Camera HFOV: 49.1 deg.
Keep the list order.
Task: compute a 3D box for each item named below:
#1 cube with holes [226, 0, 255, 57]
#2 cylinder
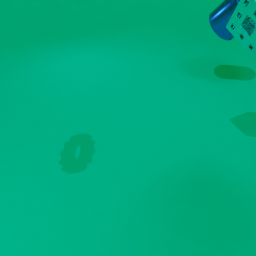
[{"bbox_3d":[2.323,-1.848,4.738,0.758,0.758,0.758,-25,70,-16],"label":"cube with holes"},{"bbox_3d":[3.048,-3.224,8.010,1.028,1.028,1.028,11,67,-26],"label":"cylinder"}]
